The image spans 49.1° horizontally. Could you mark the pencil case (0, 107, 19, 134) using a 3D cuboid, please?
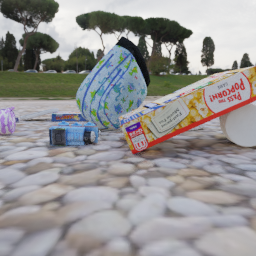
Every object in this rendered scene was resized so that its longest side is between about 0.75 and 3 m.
[{"bbox_3d":[-4.205,-0.204,8.031,1.900,0.812,0.797,-3,12,-11],"label":"pencil case"}]

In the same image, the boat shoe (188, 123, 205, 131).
[{"bbox_3d":[1.534,-0.308,9.010,2.474,0.767,0.891,-4,8,-31],"label":"boat shoe"}]

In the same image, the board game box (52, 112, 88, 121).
[{"bbox_3d":[-2.370,-0.533,12.657,1.995,0.344,1.351,-1,7,-10],"label":"board game box"}]

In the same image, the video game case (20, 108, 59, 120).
[{"bbox_3d":[-4.042,-0.635,12.691,1.449,0.169,1.317,-18,10,-31],"label":"video game case"}]

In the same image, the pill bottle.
[{"bbox_3d":[2.759,-0.204,6.700,1.089,1.089,1.926,2,9,17],"label":"pill bottle"}]

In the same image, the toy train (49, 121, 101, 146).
[{"bbox_3d":[-1.244,0.152,6.523,1.178,0.511,0.673,2,16,2],"label":"toy train"}]

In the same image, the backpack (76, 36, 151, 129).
[{"bbox_3d":[-0.463,-1.231,9.242,2.670,2.178,2.053,-37,54,-9],"label":"backpack"}]

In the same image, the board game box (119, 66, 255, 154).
[{"bbox_3d":[1.203,-0.467,6.309,2.842,0.658,2.153,-24,8,1],"label":"board game box"}]
